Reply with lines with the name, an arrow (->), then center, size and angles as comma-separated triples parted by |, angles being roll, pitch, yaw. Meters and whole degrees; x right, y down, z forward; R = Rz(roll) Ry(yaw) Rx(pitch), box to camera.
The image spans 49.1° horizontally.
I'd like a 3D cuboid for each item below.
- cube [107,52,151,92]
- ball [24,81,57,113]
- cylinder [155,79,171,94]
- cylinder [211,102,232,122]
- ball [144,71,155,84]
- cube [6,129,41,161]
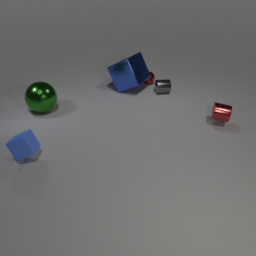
cube -> 0.072, -2.860, 14.395 | 1.400, 1.400, 1.400 | -13, 19, 39
ball -> -3.866, -1.367, 12.463 | 1.400, 1.400, 1.400 | 0, 32, 0
cylinder -> 1.786, -2.127, 14.324 | 0.700, 0.700, 0.700 | -4, 32, -7
cylinder -> 3.819, -0.644, 11.475 | 0.700, 0.700, 0.700 | 14, 34, 10
ball -> 1.127, -2.752, 15.336 | 0.700, 0.700, 0.700 | 0, 32, 0
cube -> -3.521, 0.566, 9.457 | 0.700, 0.700, 0.700 | -23, 19, 11
